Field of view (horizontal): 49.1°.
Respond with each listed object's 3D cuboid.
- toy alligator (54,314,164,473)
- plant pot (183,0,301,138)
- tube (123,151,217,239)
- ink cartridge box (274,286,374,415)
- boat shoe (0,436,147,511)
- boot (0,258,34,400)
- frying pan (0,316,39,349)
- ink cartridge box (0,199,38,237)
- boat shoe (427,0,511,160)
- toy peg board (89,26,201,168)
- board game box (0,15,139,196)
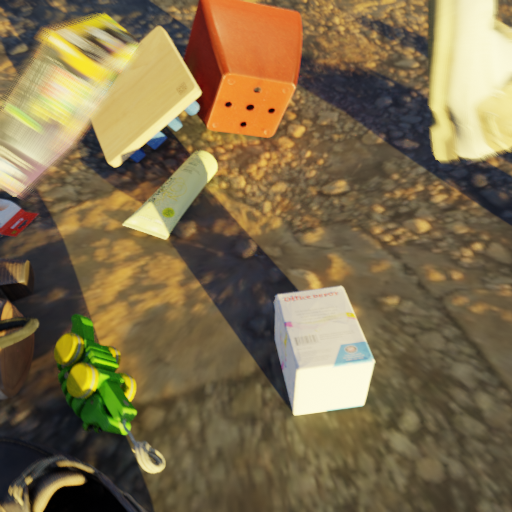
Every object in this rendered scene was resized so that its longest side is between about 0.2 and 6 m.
[{"bbox_3d":[-1.671,1.515,5.881,0.619,0.677,2.282,-49,49,8],"label":"toy alligator"},{"bbox_3d":[-0.227,-3.345,10.478,1.968,1.966,1.734,2,56,-21],"label":"plant pot"},{"bbox_3d":[-1.259,-0.975,8.911,0.563,0.503,1.939,-18,29,44],"label":"tube"},{"bbox_3d":[0.691,0.984,6.303,0.819,0.798,1.275,-6,41,-7],"label":"ink cartridge box"},{"bbox_3d":[-1.688,2.112,4.941,2.276,0.834,0.848,18,43,20],"label":"boat shoe"},{"bbox_3d":[-3.555,0.859,6.590,1.671,0.803,2.286,-12,41,-4],"label":"boot"},{"bbox_3d":[-4.297,1.179,5.969,3.659,0.596,2.213,-30,47,-21],"label":"frying pan"},{"bbox_3d":[-3.895,-0.600,8.654,0.787,0.197,0.638,9,41,15],"label":"ink cartridge box"},{"bbox_3d":[1.477,-1.199,3.643,0.670,1.959,0.732,0,81,20],"label":"boat shoe"},{"bbox_3d":[-1.897,-2.704,10.167,1.999,0.978,1.991,-37,56,13],"label":"toy peg board"},{"bbox_3d":[-2.434,-1.999,7.105,0.653,1.904,2.303,35,23,-16],"label":"board game box"}]
